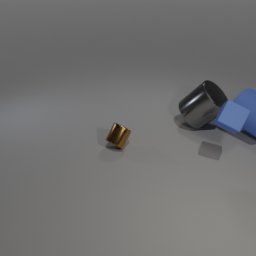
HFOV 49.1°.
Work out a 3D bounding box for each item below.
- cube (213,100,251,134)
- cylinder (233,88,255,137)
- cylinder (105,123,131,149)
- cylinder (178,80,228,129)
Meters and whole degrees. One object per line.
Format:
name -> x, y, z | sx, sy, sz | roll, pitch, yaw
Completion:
cube -> 3.057, -0.318, 8.296 | 0.700, 0.700, 0.700 | 28, -2, 9
cylinder -> 4.667, -0.528, 10.233 | 1.400, 1.400, 1.400 | -19, 44, -30
cylinder -> -0.338, 0.272, 9.822 | 0.700, 0.700, 0.700 | 26, -4, 2
cylinder -> 2.948, -0.903, 10.953 | 1.400, 1.400, 1.400 | 24, 45, -27
